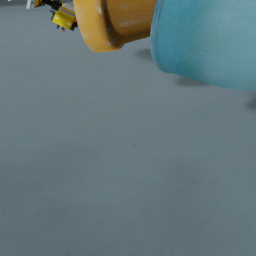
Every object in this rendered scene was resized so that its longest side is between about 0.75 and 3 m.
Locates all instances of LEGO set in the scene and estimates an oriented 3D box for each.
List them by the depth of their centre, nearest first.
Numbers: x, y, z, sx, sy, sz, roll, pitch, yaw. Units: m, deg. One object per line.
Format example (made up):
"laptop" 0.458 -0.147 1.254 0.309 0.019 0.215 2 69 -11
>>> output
"LEGO set" -2.615 -4.559 8.985 2.647 2.035 1.533 30 30 -7

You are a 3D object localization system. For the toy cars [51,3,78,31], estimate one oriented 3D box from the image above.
"toy cars" -1.299 -3.274 8.526 1.152 0.569 2.570 42 27 26

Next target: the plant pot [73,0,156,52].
"plant pot" 0.163 -3.201 6.919 2.264 2.473 2.473 1 30 13

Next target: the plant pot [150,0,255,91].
"plant pot" 2.046 -1.711 4.708 2.362 2.513 2.513 30 41 25
